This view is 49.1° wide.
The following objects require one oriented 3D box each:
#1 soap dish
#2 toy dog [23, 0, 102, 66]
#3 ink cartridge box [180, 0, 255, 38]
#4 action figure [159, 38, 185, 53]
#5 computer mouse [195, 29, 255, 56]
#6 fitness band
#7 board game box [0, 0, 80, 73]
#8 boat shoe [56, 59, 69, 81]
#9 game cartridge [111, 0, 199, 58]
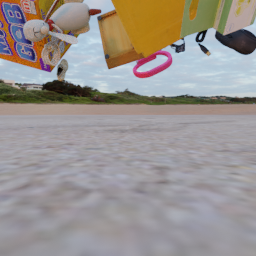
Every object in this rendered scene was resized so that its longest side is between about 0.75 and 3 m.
[{"bbox_3d":[-0.271,-3.465,10.500,1.659,2.109,0.857,-13,-6,20],"label":"soap dish"},{"bbox_3d":[-1.293,-2.359,6.193,0.933,1.938,1.278,8,-32,29],"label":"toy dog"},{"bbox_3d":[2.046,-2.632,5.887,1.870,1.361,0.448,-25,54,-20],"label":"ink cartridge box"},{"bbox_3d":[1.271,-3.927,12.551,2.591,1.540,1.322,5,41,17],"label":"action figure"},{"bbox_3d":[2.616,-2.409,7.767,1.674,1.175,0.385,46,37,17],"label":"computer mouse"},{"bbox_3d":[0.985,-2.612,11.425,1.713,0.321,1.230,-28,42,-5],"label":"fitness band"},{"bbox_3d":[-2.678,-3.157,7.544,2.073,2.072,2.074,17,-37,8],"label":"board game box"},{"bbox_3d":[-2.305,-2.082,9.756,0.333,0.923,0.300,1,-28,9],"label":"boat shoe"},{"bbox_3d":[0.966,-3.034,6.150,2.612,2.302,0.424,-26,45,7],"label":"game cartridge"}]
